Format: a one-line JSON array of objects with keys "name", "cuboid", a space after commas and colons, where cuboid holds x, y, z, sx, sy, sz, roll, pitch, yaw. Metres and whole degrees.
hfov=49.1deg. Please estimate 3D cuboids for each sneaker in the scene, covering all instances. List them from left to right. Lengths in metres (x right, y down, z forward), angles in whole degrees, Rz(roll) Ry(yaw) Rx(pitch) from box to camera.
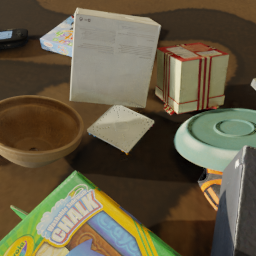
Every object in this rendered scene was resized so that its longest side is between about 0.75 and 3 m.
[{"name": "sneaker", "cuboid": [2.767, 0.823, 6.391, 2.664, 1.033, 1.492, -23, 52, -21]}]

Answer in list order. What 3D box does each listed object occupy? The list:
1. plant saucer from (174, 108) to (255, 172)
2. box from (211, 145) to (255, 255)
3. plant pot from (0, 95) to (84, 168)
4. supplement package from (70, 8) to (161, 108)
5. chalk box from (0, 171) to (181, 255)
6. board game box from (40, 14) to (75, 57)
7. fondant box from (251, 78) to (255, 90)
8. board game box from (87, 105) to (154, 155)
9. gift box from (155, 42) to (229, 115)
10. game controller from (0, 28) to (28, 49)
[{"name": "plant saucer", "cuboid": [2.568, 0.122, 6.792, 2.879, 0.395, 2.879, -5, 25, 3]}, {"name": "box", "cuboid": [2.801, 2.036, 4.252, 2.782, 1.633, 2.736, 12, 69, 11]}, {"name": "plant pot", "cuboid": [-2.253, 0.224, 6.777, 2.242, 1.035, 2.242, 11, 35, -7]}, {"name": "supplement package", "cuboid": [-0.457, -1.945, 7.737, 2.103, 2.199, 1.617, 5, 27, -10]}, {"name": "chalk box", "cuboid": [-0.707, 2.130, 4.386, 2.978, 1.859, 1.846, 33, 63, 29]}, {"name": "board game box", "cuboid": [-1.795, -3.733, 11.101, 2.042, 0.494, 2.700, 19, 50, 17]}, {"name": "fondant box", "cuboid": [4.508, -1.245, 8.878, 0.698, 0.282, 0.968, -13, 49, -12]}, {"name": "board game box", "cuboid": [-0.189, -0.009, 7.770, 1.366, 0.177, 1.366, 26, 51, 23]}, {"name": "gift box", "cuboid": [1.731, -1.301, 7.904, 1.690, 1.710, 1.831, -10, 32, -11]}, {"name": "game controller", "cuboid": [-5.196, -3.411, 10.756, 2.658, 0.560, 1.387, -10, 47, -11]}]
